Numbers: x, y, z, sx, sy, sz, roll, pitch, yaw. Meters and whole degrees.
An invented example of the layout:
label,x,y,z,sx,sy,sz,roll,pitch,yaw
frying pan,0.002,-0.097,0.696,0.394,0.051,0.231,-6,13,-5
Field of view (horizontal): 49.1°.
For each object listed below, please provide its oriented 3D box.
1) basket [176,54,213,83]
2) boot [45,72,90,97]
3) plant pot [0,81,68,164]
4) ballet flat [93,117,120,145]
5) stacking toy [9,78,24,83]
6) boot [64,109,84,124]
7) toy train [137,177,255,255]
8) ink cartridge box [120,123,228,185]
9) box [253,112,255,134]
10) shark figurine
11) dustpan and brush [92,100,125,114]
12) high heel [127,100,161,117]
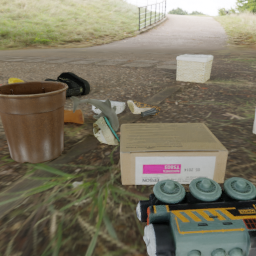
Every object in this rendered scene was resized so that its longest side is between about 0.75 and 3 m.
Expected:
label,x,y,z,sx,sy,sz,roll,pitch,yaw
basket,4.289,-3.866,18.009,1.963,1.578,1.945,9,22,26
boot,-3.412,-2.157,14.083,1.999,1.006,2.673,-17,26,-39
plant pot,-2.453,-0.176,7.363,1.857,1.838,1.857,0,20,0
ballet flat,-0.709,0.174,8.489,0.590,0.638,1.892,-31,20,-3
stacking toy,-5.014,-1.360,12.841,1.864,0.870,2.059,27,24,-2
boot,-2.232,-0.383,9.820,1.120,0.553,1.442,-12,22,-30
toy train,1.271,1.444,4.331,2.230,0.950,1.271,-1,29,-3
ink cartridge box,0.951,0.547,6.771,2.282,0.857,1.880,0,20,0
box,5.271,-0.210,8.271,1.398,1.259,2.485,-14,24,-31
shark figurine,-0.944,-0.776,9.352,1.802,0.752,1.077,28,54,-5
dustpan and brush,-0.863,-0.666,10.861,1.339,0.549,1.918,6,14,5
high heel,0.632,-0.847,11.207,0.956,0.479,1.341,-15,36,-30
